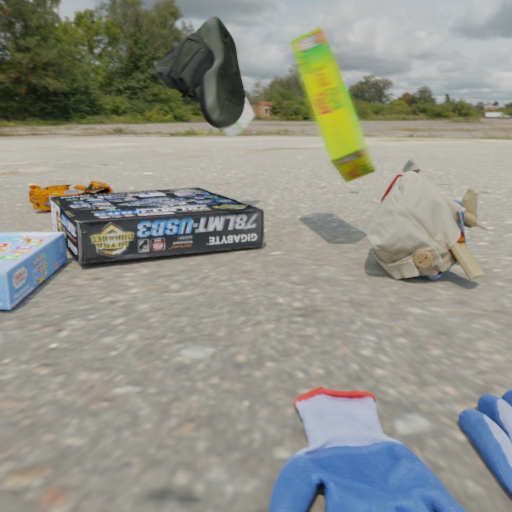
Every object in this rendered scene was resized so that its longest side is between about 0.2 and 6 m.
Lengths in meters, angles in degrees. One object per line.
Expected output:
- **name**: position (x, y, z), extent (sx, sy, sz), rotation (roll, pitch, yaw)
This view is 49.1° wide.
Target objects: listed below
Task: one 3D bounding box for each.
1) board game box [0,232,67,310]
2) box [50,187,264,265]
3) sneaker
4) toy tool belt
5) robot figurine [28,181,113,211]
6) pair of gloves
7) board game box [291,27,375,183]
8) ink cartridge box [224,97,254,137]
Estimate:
- **board game box**: position (-4.495, 0.155, 7.733), extent (3.059, 0.560, 2.314), rotation (0, 14, -2)
- **box**: position (-1.953, -0.672, 10.414), extent (3.222, 0.800, 3.198), rotation (-7, 17, -26)
- **sneaker**: position (-0.910, -2.690, 8.873), extent (1.294, 2.259, 0.864), rotation (-25, -35, 23)
- **toy tool belt**: position (2.693, -0.439, 8.731), extent (1.635, 1.661, 2.661), rotation (32, 23, 5)
- **robot figurine**: position (-4.451, -1.473, 13.776), extent (2.075, 0.604, 1.504), rotation (-8, 18, -27)
- **pair of gloves**: position (1.402, 1.398, 3.594), extent (2.671, 0.304, 2.148), rotation (-1, 15, 0)
- **board game box**: position (1.317, -2.538, 9.557), extent (0.551, 2.316, 1.177), rotation (-20, -17, 16)
- **ink cartridge box**: position (-0.453, -3.159, 12.513), extent (0.353, 0.615, 1.049), rotation (-14, 29, 29)
